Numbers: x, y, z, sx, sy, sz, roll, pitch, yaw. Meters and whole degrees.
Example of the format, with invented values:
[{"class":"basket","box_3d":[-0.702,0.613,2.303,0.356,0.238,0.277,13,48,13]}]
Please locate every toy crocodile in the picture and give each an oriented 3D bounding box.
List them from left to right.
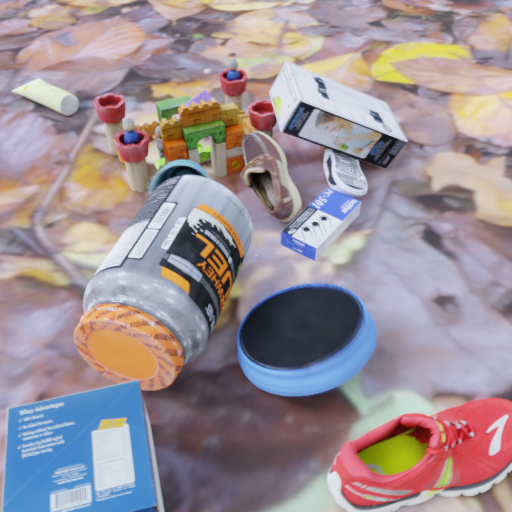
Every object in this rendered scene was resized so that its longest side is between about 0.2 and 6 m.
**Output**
[{"class":"toy crocodile","box_3d":[-1.453,-2.041,11.842,1.385,0.428,0.468,-21,46,-15]}]

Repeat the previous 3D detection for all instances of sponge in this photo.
[{"class":"sponge","box_3d":[-0.936,-2.974,12.336,1.302,0.194,0.726,48,52,-12]}]

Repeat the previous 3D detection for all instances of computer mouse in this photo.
[{"class":"computer mouse","box_3d":[1.692,-1.831,11.462,1.193,0.477,2.175,16,41,-17]}]

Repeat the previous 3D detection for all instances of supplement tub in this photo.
[{"class":"supplement tub","box_3d":[-1.289,0.333,8.256,1.841,1.841,3.005,11,45,12]}]

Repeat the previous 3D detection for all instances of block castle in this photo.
[{"class":"block castle","box_3d":[-1.440,-2.856,11.778,3.444,1.616,2.301,-17,47,-18]}]

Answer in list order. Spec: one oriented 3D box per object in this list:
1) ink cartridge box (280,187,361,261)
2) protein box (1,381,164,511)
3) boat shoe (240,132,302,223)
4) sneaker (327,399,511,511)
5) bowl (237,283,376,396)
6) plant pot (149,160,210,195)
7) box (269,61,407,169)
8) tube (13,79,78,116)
[{"class":"ink cartridge box","box_3d":[1.211,-0.618,10.333,0.760,0.357,1.616,27,50,24]},{"class":"protein box","box_3d":[-1.965,2.534,6.487,1.576,1.071,1.588,-11,45,-11]},{"class":"boat shoe","box_3d":[0.122,-1.576,10.654,0.776,0.778,2.157,6,53,-43]},{"class":"sneaker","box_3d":[2.156,2.298,6.686,2.692,1.143,1.037,-16,46,-16]},{"class":"bowl","box_3d":[0.678,1.105,8.036,2.027,0.398,2.027,-13,32,8]},{"class":"plant pot","box_3d":[-1.353,-1.296,10.513,1.160,1.160,1.090,-2,23,-2]},{"class":"box","box_3d":[1.648,-2.855,11.453,2.597,0.781,1.515,13,43,-26]},{"class":"tube","box_3d":[-5.183,-3.978,13.809,2.024,0.525,0.587,29,12,33]}]
